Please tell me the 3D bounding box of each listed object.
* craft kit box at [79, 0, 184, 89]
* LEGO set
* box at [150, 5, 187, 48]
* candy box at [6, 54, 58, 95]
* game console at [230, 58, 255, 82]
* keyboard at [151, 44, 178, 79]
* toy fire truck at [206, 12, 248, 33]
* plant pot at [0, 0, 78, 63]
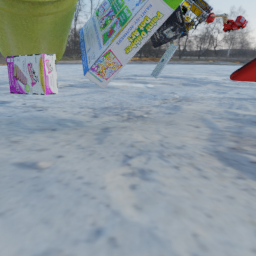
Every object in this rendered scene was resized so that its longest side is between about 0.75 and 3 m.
[{"bbox_3d":[-0.065,-2.678,6.540,0.679,2.766,2.801,29,27,-30],"label":"craft kit box"},{"bbox_3d":[2.149,-3.736,9.956,1.176,1.561,2.030,37,49,-8],"label":"LEGO set"},{"bbox_3d":[1.006,-2.908,7.741,1.024,0.602,1.007,-19,-30,13],"label":"box"},{"bbox_3d":[-1.656,-0.912,4.810,0.980,0.668,0.299,6,14,33],"label":"candy box"},{"bbox_3d":[3.549,-2.137,5.443,2.926,2.522,1.737,-6,13,-40],"label":"game console"},{"bbox_3d":[0.789,-1.470,6.157,0.044,0.818,0.230,26,12,-41],"label":"keyboard"},{"bbox_3d":[2.722,-2.967,7.752,0.691,0.239,0.980,33,-10,-28],"label":"toy fire truck"},{"bbox_3d":[-2.247,-2.781,6.503,2.585,2.376,2.585,7,56,-11],"label":"plant pot"}]
